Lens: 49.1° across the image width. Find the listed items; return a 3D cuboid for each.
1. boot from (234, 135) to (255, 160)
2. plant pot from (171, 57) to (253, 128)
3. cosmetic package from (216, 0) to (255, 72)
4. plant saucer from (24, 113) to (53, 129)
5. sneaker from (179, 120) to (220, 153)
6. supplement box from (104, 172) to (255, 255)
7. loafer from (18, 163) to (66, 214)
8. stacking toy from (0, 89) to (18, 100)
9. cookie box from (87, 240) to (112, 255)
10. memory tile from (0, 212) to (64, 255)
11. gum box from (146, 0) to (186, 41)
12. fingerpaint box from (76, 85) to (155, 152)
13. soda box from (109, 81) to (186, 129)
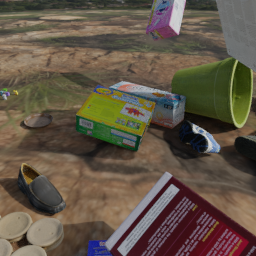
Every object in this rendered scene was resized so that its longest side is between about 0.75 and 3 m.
[{"bbox_3d":[4.565,0.480,8.203,2.265,0.822,2.060,-9,31,-30],"label":"boot"},{"bbox_3d":[2.917,-1.356,10.127,2.408,2.536,2.536,6,27,36],"label":"plant pot"},{"bbox_3d":[3.040,-2.663,6.948,0.756,2.207,2.928,-17,26,8],"label":"cosmetic package"},{"bbox_3d":[-3.173,-0.240,9.981,0.993,0.159,0.993,0,31,0],"label":"plant saucer"},{"bbox_3d":[2.145,0.320,8.657,0.676,0.665,1.756,16,21,-23],"label":"sneaker"},{"bbox_3d":[1.218,2.110,3.922,1.578,0.883,2.900,-47,52,-11],"label":"supplement box"},{"bbox_3d":[-2.079,1.394,6.525,1.692,0.612,0.616,22,35,34],"label":"loafer"},{"bbox_3d":[-5.421,-1.497,12.310,0.908,0.213,0.684,12,29,25],"label":"stacking toy"},{"bbox_3d":[-0.357,2.419,4.946,0.721,0.317,0.843,-1,29,-2],"label":"cookie box"},{"bbox_3d":[-2.827,2.347,5.175,2.847,0.239,2.182,5,29,10],"label":"memory tile"},{"bbox_3d":[1.656,-4.971,11.983,1.247,2.197,0.727,0,-19,44],"label":"gum box"},{"bbox_3d":[-0.363,-0.357,8.911,2.066,0.758,1.723,18,44,7],"label":"fingerpaint box"},{"bbox_3d":[0.641,-0.927,10.402,2.860,0.978,0.909,19,34,31],"label":"soda box"}]
